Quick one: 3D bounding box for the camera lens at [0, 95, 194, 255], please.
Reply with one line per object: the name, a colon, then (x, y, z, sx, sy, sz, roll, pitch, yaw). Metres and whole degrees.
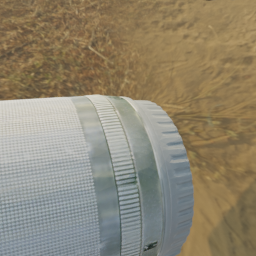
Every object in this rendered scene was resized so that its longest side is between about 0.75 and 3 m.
camera lens: (-0.900, 0.712, 3.083, 2.604, 2.083, 2.083, -7, 53, -21)
